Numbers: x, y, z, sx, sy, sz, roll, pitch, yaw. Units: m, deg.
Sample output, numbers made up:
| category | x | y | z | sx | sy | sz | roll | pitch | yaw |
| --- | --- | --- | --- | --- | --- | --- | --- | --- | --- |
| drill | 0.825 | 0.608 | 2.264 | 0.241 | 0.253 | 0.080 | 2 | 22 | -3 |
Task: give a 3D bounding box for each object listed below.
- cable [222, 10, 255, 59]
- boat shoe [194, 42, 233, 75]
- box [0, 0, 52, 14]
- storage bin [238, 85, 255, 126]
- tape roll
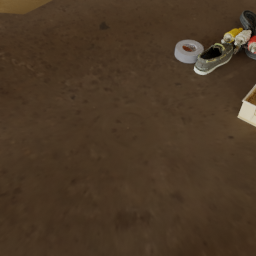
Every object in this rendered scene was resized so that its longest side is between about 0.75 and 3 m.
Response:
| category | x | y | z | sx | sy | sz | roll | pitch | yaw |
| --- | --- | --- | --- | --- | --- | --- | --- | --- | --- |
| cable | 4.245 | -3.326 | 9.562 | 1.425 | 0.739 | 2.935 | 27 | 56 | 14 |
| boat shoe | 2.793 | -2.321 | 8.863 | 1.797 | 0.537 | 0.642 | -37 | 59 | -26 |
| box | -2.714 | -3.051 | 6.752 | 1.229 | 0.160 | 1.503 | -9 | 12 | 30 |
| storage bin | 3.870 | -0.579 | 7.361 | 1.379 | 0.651 | 1.389 | 32 | 57 | 24 |
| tape roll | 2.000 | -2.515 | 9.182 | 0.902 | 0.298 | 0.902 | 1 | 50 | -1 |
